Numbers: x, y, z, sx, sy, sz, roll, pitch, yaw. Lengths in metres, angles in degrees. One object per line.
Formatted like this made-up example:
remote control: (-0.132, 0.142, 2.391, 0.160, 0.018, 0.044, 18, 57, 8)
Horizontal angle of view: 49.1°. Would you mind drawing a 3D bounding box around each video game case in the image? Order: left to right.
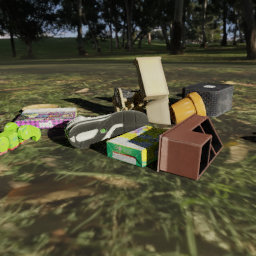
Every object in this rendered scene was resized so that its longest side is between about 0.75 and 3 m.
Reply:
video game case: (-3.286, -0.425, 11.593, 2.227, 0.399, 2.019, -2, 17, -8)

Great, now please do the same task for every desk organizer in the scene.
desk organizer: (1.895, 0.402, 7.862, 1.059, 0.986, 2.750, 12, 21, 29)

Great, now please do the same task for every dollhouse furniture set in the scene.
dollhouse furniture set: (0.609, -1.733, 12.169, 2.187, 1.657, 2.495, -7, -13, -21)

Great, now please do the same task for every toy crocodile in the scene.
toy crocodile: (-3.689, 0.389, 8.545, 0.801, 0.733, 2.374, 9, 23, 25)

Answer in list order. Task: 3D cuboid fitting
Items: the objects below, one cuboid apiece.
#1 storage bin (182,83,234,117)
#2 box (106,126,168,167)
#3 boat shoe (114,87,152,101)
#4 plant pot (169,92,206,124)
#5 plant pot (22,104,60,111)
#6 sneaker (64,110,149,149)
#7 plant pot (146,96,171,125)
storage bin: (3.895, -1.450, 13.649, 1.759, 1.220, 2.602, 12, 21, 36)
box: (0.583, 0.439, 8.492, 1.341, 0.553, 2.286, 12, 23, 38)
boat shoe: (0.667, -1.886, 15.461, 2.990, 0.990, 1.045, 3, 17, 9)
plant pot: (2.352, -0.688, 11.366, 1.141, 1.246, 1.246, -18, 19, -5)
plant pot: (-4.117, -0.861, 13.376, 1.722, 0.237, 1.722, -1, 17, 0)
sneaker: (-0.817, -0.193, 9.618, 2.868, 1.083, 1.650, -10, 21, -24)
plant pot: (1.263, -0.699, 11.650, 0.914, 1.031, 1.033, -7, 15, 10)
